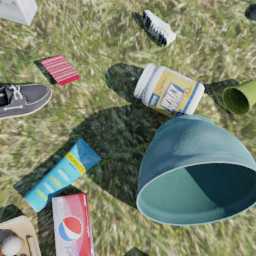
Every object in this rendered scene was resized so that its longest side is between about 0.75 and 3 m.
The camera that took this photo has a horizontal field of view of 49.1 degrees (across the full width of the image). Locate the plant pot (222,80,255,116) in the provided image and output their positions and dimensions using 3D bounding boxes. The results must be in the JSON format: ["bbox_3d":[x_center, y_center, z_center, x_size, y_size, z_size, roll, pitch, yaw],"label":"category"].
[{"bbox_3d":[3.616,-1.022,8.594,0.943,0.993,0.993,-31,77,-20],"label":"plant pot"}]

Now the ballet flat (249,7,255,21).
[{"bbox_3d":[5.144,-4.052,9.494,1.912,0.699,0.699,-2,75,0],"label":"ballet flat"}]

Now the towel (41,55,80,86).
[{"bbox_3d":[-2.156,-1.855,8.975,0.805,0.125,1.113,-30,72,-36],"label":"towel"}]

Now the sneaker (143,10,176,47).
[{"bbox_3d":[1.035,-3.409,9.434,0.588,0.545,1.450,-34,81,-20],"label":"sneaker"}]

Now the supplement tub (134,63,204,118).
[{"bbox_3d":[1.203,-1.053,8.345,1.775,1.284,1.284,26,76,6],"label":"supplement tub"}]

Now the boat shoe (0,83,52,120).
[{"bbox_3d":[-3.415,-0.838,8.273,2.504,0.785,0.910,-23,74,-26],"label":"boat shoe"}]

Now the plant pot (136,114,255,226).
[{"bbox_3d":[1.647,0.933,7.212,2.992,2.992,2.005,-3,48,-1],"label":"plant pot"}]

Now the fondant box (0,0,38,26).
[{"bbox_3d":[-4.235,-4.568,8.444,2.114,2.930,0.853,17,75,4],"label":"fondant box"}]

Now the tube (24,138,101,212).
[{"bbox_3d":[-1.889,1.364,8.058,2.293,0.578,0.888,-44,101,-19],"label":"tube"}]

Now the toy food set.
[{"bbox_3d":[-3.251,4.013,7.099,2.102,0.885,2.930,-20,71,-6],"label":"toy food set"}]

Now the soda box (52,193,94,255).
[{"bbox_3d":[-1.412,3.108,7.460,0.908,0.822,2.594,-9,74,-2],"label":"soda box"}]
